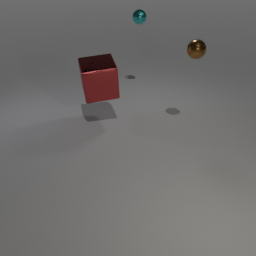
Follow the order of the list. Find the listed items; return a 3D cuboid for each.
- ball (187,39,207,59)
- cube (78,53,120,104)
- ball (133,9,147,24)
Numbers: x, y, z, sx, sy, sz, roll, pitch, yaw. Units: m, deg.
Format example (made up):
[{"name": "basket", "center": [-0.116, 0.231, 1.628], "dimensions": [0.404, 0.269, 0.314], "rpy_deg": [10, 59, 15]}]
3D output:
[{"name": "ball", "center": [2.488, -2.854, 10.160], "dimensions": [0.700, 0.700, 0.700], "rpy_deg": [0, 29, 0]}, {"name": "cube", "center": [-1.191, -2.032, 11.436], "dimensions": [1.400, 1.400, 1.400], "rpy_deg": [-11, 41, -9]}, {"name": "ball", "center": [0.574, -5.552, 13.996], "dimensions": [0.700, 0.700, 0.700], "rpy_deg": [0, 29, 0]}]
